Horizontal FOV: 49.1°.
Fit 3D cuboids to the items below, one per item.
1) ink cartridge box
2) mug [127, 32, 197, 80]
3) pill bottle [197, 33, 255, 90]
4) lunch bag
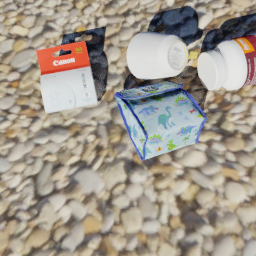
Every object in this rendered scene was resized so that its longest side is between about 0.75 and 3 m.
[{"bbox_3d":[-1.652,-1.372,7.502,1.392,0.411,1.740,-11,95,-3],"label":"ink cartridge box"},{"bbox_3d":[0.915,-1.886,6.997,1.541,1.234,1.265,-43,31,-17],"label":"mug"},{"bbox_3d":[3.180,-1.802,7.529,2.368,1.338,1.338,-17,67,-9],"label":"pill bottle"},{"bbox_3d":[0.730,-0.410,7.036,1.645,1.233,1.935,-14,50,-16],"label":"lunch bag"}]
